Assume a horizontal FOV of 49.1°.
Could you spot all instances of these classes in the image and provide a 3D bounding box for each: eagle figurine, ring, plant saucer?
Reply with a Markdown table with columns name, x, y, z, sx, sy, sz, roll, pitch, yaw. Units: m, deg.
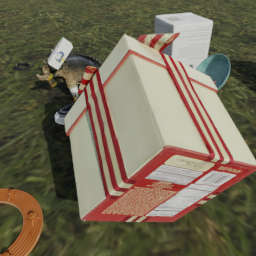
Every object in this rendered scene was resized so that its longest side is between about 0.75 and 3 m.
| name | x | y | z | sx | sy | sz | roll | pitch | yaw |
| --- | --- | --- | --- | --- | --- | --- | --- | --- | --- |
| eagle figurine | -1.678 | -1.767 | 9.706 | 2.381 | 1.797 | 1.807 | -6 | 36 | 1 |
| ring | -2.799 | 1.966 | 5.483 | 2.190 | 0.210 | 2.190 | -1 | 34 | 0 |
| plant saucer | 3.066 | -1.895 | 10.247 | 0.301 | 1.672 | 1.672 | 26 | 20 | -33 |

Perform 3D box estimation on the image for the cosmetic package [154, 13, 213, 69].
| name | x | y | z | sx | sy | sz | roll | pitch | yaw |
| --- | --- | --- | --- | --- | --- | --- | --- | --- | --- |
| cosmetic package | 2.223 | -3.573 | 11.884 | 1.762 | 2.118 | 1.773 | -12 | 36 | -17 |

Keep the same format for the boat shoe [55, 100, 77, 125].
| name | x | y | z | sx | sy | sz | roll | pitch | yaw |
| --- | --- | --- | --- | --- | --- | --- | --- | --- | --- |
| boat shoe | -0.890 | -0.691 | 7.038 | 2.087 | 0.707 | 0.748 | -21 | 32 | -29 |

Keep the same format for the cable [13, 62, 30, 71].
| name | x | y | z | sx | sy | sz | roll | pitch | yaw |
| --- | --- | --- | --- | --- | --- | --- | --- | --- | --- |
| cable | -4.690 | -2.716 | 12.354 | 0.764 | 0.194 | 0.623 | 21 | 40 | 27 |

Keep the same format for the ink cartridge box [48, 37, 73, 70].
| name | x | y | z | sx | sy | sz | roll | pitch | yaw |
| --- | --- | --- | --- | --- | --- | --- | --- | --- | --- |
| ink cartridge box | -2.204 | -2.421 | 9.085 | 0.395 | 0.904 | 0.657 | 33 | 14 | -27 |

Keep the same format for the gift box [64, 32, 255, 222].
| name | x | y | z | sx | sy | sz | roll | pitch | yaw |
| --- | --- | --- | --- | --- | --- | --- | --- | --- | --- |
| gift box | 0.574 | -0.017 | 5.089 | 2.527 | 2.738 | 2.557 | 19 | 40 | -39 |
